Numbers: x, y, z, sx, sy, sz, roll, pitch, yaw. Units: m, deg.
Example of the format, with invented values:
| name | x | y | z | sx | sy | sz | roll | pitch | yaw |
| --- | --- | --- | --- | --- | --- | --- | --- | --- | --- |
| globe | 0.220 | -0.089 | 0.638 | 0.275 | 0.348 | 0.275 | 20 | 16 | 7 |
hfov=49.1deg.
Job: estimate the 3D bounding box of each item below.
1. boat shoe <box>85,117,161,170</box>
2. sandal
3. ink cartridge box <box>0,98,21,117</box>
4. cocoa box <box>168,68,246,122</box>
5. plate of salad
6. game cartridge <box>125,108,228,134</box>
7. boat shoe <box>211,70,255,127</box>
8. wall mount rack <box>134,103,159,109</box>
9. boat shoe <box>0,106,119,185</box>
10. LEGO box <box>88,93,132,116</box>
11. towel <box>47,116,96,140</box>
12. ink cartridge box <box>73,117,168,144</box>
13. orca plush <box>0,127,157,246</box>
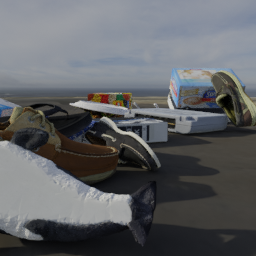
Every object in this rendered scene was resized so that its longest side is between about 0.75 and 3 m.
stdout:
| name | x | y | z | sx | sy | sz | roll | pitch | yaw |
| --- | --- | --- | --- | --- | --- | --- | --- | --- | --- |
| boat shoe | -0.161 | 0.319 | 4.779 | 0.524 | 0.642 | 1.739 | -37 | 41 | -19 |
| sandal | -1.903 | -0.111 | 5.049 | 2.476 | 0.530 | 0.941 | -4 | 20 | 3 |
| ink cartridge box | -4.936 | -0.736 | 9.567 | 2.077 | 0.693 | 1.203 | 21 | 11 | 5 |
| cocoa box | 2.923 | -1.303 | 10.836 | 2.427 | 1.593 | 1.619 | 0 | 36 | -3 |
| plate of salad | -1.016 | -0.634 | 11.406 | 2.751 | 0.661 | 2.751 | 11 | 7 | -1 |
| game cartridge | 1.541 | -0.289 | 9.122 | 1.986 | 0.603 | 2.979 | -9 | 13 | -36 |
| boat shoe | 3.142 | -0.963 | 8.750 | 0.781 | 0.849 | 2.377 | -10 | 50 | -13 |
| wall mount rack | 1.216 | -0.779 | 12.208 | 1.894 | 0.706 | 1.645 | 6 | 10 | 42 |
| boat shoe | -1.347 | 0.217 | 3.585 | 2.611 | 0.964 | 0.988 | 4 | 5 | -26 |
| LEGO box | -0.842 | -1.284 | 14.525 | 2.021 | 1.047 | 2.714 | 0 | 8 | 3 |
| towel | -1.825 | 0.192 | 5.098 | 1.577 | 0.260 | 2.178 | 6 | 24 | 30 |
| ink cartridge box | -0.588 | 0.068 | 6.797 | 2.814 | 0.552 | 1.399 | -4 | 10 | -21 |
| orca plush | -0.726 | 0.580 | 2.604 | 1.976 | 1.039 | 0.702 | -2 | -23 | 4 |
